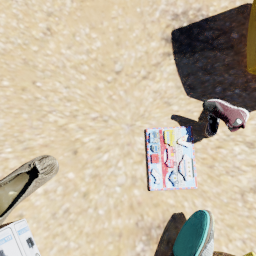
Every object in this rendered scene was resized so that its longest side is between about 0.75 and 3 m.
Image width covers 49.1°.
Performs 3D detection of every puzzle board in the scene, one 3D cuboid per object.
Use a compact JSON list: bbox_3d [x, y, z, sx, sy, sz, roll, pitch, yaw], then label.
[{"bbox_3d":[1.146,0.782,7.360,1.240,0.143,1.645,-3,80,0],"label":"puzzle board"}]

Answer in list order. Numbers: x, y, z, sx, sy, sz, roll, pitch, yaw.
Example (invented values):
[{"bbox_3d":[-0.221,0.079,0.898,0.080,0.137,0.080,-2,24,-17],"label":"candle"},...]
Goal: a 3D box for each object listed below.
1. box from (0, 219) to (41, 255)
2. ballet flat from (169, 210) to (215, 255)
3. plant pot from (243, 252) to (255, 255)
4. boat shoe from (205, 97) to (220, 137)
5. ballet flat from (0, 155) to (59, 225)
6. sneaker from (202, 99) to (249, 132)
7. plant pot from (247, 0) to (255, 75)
[{"bbox_3d":[-2.686,3.756,6.475,1.601,0.825,2.745,-25,81,-4],"label":"box"},{"bbox_3d":[1.401,3.289,6.613,1.008,1.008,2.802,30,83,5],"label":"ballet flat"},{"bbox_3d":[2.457,3.995,6.013,1.816,1.930,1.930,-33,81,10],"label":"plant pot"},{"bbox_3d":[2.319,-0.320,7.445,0.408,0.352,1.123,12,80,2],"label":"boat shoe"},{"bbox_3d":[-2.961,1.655,6.932,2.863,0.664,0.965,-37,82,-6],"label":"ballet flat"},{"bbox_3d":[2.325,-0.273,6.744,1.144,0.433,0.661,16,54,8],"label":"sneaker"},{"bbox_3d":[4.367,-2.309,6.841,2.520,2.521,2.223,20,89,3],"label":"plant pot"}]
